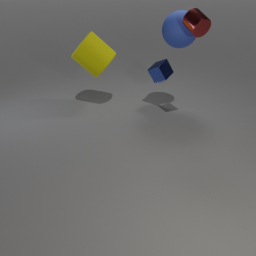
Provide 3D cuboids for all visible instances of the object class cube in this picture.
[{"bbox_3d":[1.421,-2.475,12.194,0.700,0.700,0.700,-3,36,51],"label":"cube"}]

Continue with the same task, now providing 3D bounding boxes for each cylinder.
[{"bbox_3d":[2.305,-3.529,9.402,0.700,0.700,0.700,-14,55,-24],"label":"cylinder"},{"bbox_3d":[-1.476,-3.158,12.115,1.400,1.400,1.400,39,25,-15],"label":"cylinder"}]

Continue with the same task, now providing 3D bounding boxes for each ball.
[{"bbox_3d":[2.027,-3.829,10.899,1.400,1.400,1.400,0,28,0],"label":"ball"}]
